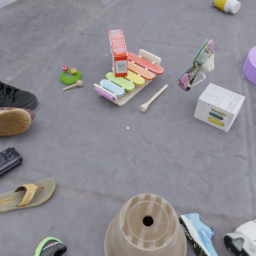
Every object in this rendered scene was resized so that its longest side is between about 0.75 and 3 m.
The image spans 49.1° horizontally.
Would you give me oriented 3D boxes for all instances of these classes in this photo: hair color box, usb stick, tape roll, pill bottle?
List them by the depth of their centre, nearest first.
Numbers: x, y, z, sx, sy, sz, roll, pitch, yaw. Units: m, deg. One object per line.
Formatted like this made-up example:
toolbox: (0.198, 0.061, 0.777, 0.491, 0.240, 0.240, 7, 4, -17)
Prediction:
usb stick: (-3.942, 1.342, 7.185, 2.501, 0.408, 0.693, -35, 51, -25)
hair color box: (-0.325, -2.508, 9.343, 0.484, 0.839, 1.513, -5, 50, -4)
tape roll: (5.171, -2.169, 9.926, 1.931, 0.634, 1.931, -1, 50, 1)
pill bottle: (4.499, -5.738, 12.818, 0.686, 0.686, 1.225, -27, 55, -21)

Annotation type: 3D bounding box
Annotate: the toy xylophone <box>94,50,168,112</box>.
toy xylophone: (0.230, -1.589, 9.417, 1.921, 0.659, 2.624, 25, 55, 19)

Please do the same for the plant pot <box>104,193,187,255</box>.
plant pot: (0.361, 2.191, 5.720, 1.844, 1.600, 1.844, -1, 51, 1)

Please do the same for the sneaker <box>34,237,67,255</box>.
sneaker: (-1.734, 3.023, 5.673, 0.663, 0.607, 1.582, 10, 52, 13)

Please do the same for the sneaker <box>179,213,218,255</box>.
sneaker: (1.728, 2.465, 6.178, 0.634, 0.553, 1.410, -18, 53, -18)

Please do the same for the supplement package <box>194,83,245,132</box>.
supplement package: (2.751, -0.624, 8.504, 1.115, 0.846, 0.840, 28, 56, 21)

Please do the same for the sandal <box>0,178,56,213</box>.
sandal: (-2.579, 1.640, 6.912, 1.606, 0.434, 0.645, -14, 52, -12)

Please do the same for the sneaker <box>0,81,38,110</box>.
sneaker: (-4.348, -1.261, 8.617, 2.843, 1.483, 0.854, 5, 52, 5)

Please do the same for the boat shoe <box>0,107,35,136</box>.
boat shoe: (-4.019, -0.188, 8.272, 2.561, 0.924, 0.922, -10, 20, 5)

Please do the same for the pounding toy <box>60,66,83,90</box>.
pounding toy: (-2.003, -1.848, 9.765, 0.769, 0.462, 0.996, -13, 51, -10)

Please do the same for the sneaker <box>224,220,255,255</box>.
sneaker: (3.304, 2.995, 5.395, 1.258, 1.053, 2.843, -25, 55, -16)

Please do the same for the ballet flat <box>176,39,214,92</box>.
ballet flat: (2.050, -1.711, 8.054, 0.638, 1.793, 0.620, 46, 50, 10)
